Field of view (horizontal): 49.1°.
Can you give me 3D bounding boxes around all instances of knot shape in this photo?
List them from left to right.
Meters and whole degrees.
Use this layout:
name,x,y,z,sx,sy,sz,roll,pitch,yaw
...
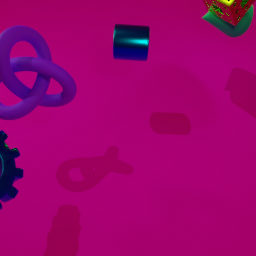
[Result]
name,x,y,z,sx,sy,sz,roll,pitch,yaw
knot shape,-2.107,-1.058,6.317,1.934,2.066,0.955,21,13,-23

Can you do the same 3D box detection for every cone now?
name,x,y,z,sx,sy,sz,roll,pitch,yaw
cone,2.854,-3.486,8.746,1.392,1.387,1.387,-15,52,-24

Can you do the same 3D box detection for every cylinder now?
name,x,y,z,sx,sy,sz,roll,pitch,yaw
cylinder,0.089,-2.252,7.408,0.910,0.910,0.910,4,51,1

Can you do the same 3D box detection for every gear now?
name,x,y,z,sx,sy,sz,roll,pitch,yaw
gear,-2.823,0.713,5.119,0.337,1.823,1.823,-27,44,30

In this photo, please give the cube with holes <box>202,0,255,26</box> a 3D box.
name,x,y,z,sx,sy,sz,roll,pitch,yaw
cube with holes,2.767,-3.670,7.609,1.033,1.033,1.033,43,103,27
